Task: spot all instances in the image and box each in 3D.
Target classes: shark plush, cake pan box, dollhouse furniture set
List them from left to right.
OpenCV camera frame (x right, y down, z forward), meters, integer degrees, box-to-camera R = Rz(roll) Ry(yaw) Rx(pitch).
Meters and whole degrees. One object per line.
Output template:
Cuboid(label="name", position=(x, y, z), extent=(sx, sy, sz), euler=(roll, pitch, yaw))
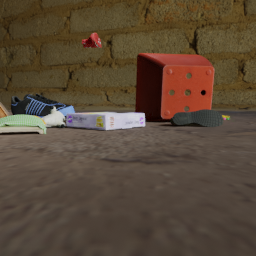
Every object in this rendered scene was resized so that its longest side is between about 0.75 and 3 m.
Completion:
Cuboid(label="dollhouse furniture set", position=(-3.441, -0.443, 6.576), extent=(2.973, 1.148, 1.486), euler=(-2, 5, -20))
Cuboid(label="shark plush", position=(-2.311, -0.267, 8.570), extent=(0.665, 0.725, 1.595), euler=(-31, 10, 0))
Cuboid(label="cake pan box", position=(-0.623, -0.232, 8.328), extent=(1.658, 0.471, 1.800), euler=(7, 8, 41))

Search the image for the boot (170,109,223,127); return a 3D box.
Cuboid(label="boot", position=(2.182, -0.306, 9.076), extent=(1.597, 0.541, 1.043), euler=(2, -1, 7))

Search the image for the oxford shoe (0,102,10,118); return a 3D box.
Cuboid(label="oxford shoe", position=(-5.390, -0.515, 10.555), extent=(2.933, 1.046, 1.045), euler=(8, 39, 40))

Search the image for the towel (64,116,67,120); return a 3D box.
Cuboid(label="towel", position=(-1.595, -0.385, 11.548), extent=(1.763, 0.270, 2.311), euler=(-3, 4, -33))

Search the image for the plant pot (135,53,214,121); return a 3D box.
Cuboid(label="plant pot", position=(2.021, -1.611, 11.725), extent=(2.981, 2.978, 2.627), euler=(-1, 13, -9))

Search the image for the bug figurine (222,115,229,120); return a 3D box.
Cuboid(label="bug figurine", position=(4.246, -0.477, 12.828), extent=(0.670, 0.222, 0.864), euler=(12, 7, 41))

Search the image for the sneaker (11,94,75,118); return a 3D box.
Cuboid(label="sneaker", position=(-3.537, -0.892, 11.391), extent=(2.744, 1.069, 0.962), euler=(-4, 10, 11))

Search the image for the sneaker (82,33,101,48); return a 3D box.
Cuboid(label="sneaker", position=(-1.179, -2.649, 8.706), extent=(0.582, 0.395, 1.008), euler=(-8, 0, 5))
